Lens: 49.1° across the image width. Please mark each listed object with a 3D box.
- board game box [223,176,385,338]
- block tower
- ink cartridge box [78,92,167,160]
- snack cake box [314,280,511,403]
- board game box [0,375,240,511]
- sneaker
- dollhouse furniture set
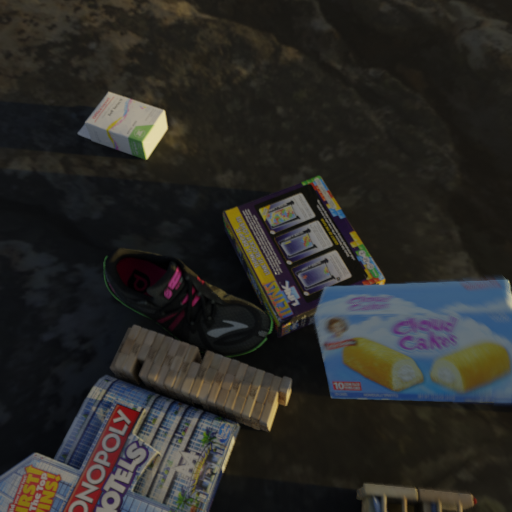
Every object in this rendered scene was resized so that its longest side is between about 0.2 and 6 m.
[{"bbox_3d":[0.751,-0.042,9.536,1.923,0.659,2.326,-22,62,-10],"label":"board game box"},{"bbox_3d":[-0.841,1.844,8.407,2.664,0.720,0.770,16,63,10],"label":"block tower"},{"bbox_3d":[-2.695,-2.629,11.078,1.605,0.540,0.940,20,62,11],"label":"ink cartridge box"},{"bbox_3d":[2.218,1.192,7.827,2.535,1.458,0.852,-4,27,21],"label":"snack cake box"},{"bbox_3d":[-2.080,3.112,7.574,2.914,0.899,2.916,17,62,9],"label":"board game box"},{"bbox_3d":[-1.153,0.722,8.690,2.903,1.216,1.114,21,73,7],"label":"sneaker"},{"bbox_3d":[2.054,3.499,6.638,1.461,2.085,1.469,4,61,4],"label":"dollhouse furniture set"}]
